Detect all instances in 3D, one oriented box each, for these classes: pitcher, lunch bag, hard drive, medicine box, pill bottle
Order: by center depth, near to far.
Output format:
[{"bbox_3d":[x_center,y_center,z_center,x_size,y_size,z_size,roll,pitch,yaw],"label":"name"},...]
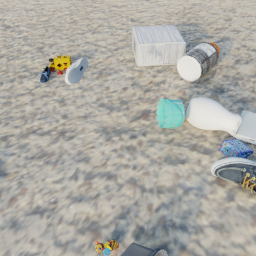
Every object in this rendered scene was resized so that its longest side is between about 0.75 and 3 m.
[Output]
[{"bbox_3d":[4.094,0.753,10.433,1.072,0.504,0.807,-15,41,-29],"label":"lunch bag"},{"bbox_3d":[5.087,-0.005,11.239,1.243,0.248,1.885,19,40,18],"label":"hard drive"},{"bbox_3d":[3.482,-0.513,11.406,2.056,1.246,1.764,21,19,15],"label":"pitcher"},{"bbox_3d":[3.773,-3.552,14.499,1.384,1.384,2.605,29,49,28],"label":"pill bottle"},{"bbox_3d":[1.660,-4.658,15.750,2.607,1.342,2.375,-3,42,-5],"label":"medicine box"}]

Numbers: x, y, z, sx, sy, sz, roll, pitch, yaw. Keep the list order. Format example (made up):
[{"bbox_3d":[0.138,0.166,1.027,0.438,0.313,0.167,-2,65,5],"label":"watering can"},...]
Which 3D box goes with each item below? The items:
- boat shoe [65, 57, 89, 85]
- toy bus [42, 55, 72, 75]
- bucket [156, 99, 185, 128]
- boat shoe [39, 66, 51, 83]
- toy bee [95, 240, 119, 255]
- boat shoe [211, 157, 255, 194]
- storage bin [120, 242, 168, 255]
[{"bbox_3d":[-1.883,-1.945,9.731,0.511,0.519,1.465,-11,39,30],"label":"boat shoe"},{"bbox_3d":[-3.710,-3.519,14.938,1.363,0.746,1.445,29,49,29],"label":"toy bus"},{"bbox_3d":[1.629,-0.564,10.797,0.780,1.199,1.199,-2,42,-11],"label":"bucket"},{"bbox_3d":[-4.283,-2.745,14.308,0.526,0.429,1.249,-4,41,-4],"label":"boat shoe"},{"bbox_3d":[-0.663,3.218,7.552,0.572,0.475,0.874,-18,3,37],"label":"toy bee"},{"bbox_3d":[3.993,1.675,9.014,2.474,0.875,1.123,6,38,3],"label":"boat shoe"},{"bbox_3d":[0.199,3.645,6.840,1.562,1.137,1.049,-37,26,-33],"label":"storage bin"}]
